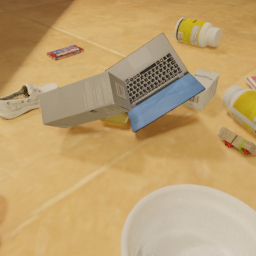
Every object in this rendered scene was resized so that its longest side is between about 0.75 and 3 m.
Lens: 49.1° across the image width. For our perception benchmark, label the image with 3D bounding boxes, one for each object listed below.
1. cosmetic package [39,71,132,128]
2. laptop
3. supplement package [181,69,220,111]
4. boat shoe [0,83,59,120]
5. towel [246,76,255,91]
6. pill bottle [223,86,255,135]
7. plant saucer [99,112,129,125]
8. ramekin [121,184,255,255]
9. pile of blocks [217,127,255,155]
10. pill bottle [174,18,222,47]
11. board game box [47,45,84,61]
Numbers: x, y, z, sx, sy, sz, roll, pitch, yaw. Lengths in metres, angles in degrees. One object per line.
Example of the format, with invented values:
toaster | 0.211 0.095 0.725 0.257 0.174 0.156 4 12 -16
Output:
cosmetic package | -1.250 -0.735 8.129 2.349 1.059 1.255 -17 -12 23
laptop | 0.656 -1.489 8.570 2.350 1.455 2.510 -31 82 9
supplement package | 2.649 -1.432 10.275 0.868 0.871 1.485 21 42 25
boat shoe | -3.456 -1.171 9.946 0.865 0.847 2.444 27 45 31
towel | 6.248 -1.411 10.691 2.844 0.425 2.081 -4 38 -2
pill bottle | 3.978 -0.585 8.987 1.083 1.083 1.934 -15 40 -18
plant saucer | -0.392 -0.414 9.470 0.958 0.232 0.957 9 39 12
ramekin | 1.171 2.384 4.758 2.684 1.309 2.684 4 35 -3
pile of blocks | 3.200 0.473 8.239 0.453 0.598 1.457 -52 37 4
pill bottle | 3.635 -4.923 14.565 2.203 1.226 1.226 26 45 30
board game box | -3.101 -3.769 13.932 1.641 0.160 0.845 -30 47 -33
